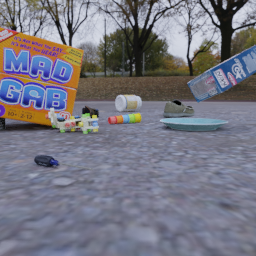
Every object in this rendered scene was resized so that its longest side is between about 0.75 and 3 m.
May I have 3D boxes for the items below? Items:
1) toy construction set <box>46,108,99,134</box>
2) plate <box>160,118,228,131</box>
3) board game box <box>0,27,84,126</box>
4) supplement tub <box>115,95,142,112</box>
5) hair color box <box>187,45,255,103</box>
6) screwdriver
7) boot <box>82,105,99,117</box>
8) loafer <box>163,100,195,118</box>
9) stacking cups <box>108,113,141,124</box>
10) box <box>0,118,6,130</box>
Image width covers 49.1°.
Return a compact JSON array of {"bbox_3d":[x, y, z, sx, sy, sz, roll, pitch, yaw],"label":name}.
[{"bbox_3d":[-1.772,-0.162,8.809,1.629,0.751,1.068,10,4,-16],"label":"toy construction set"},{"bbox_3d":[2.333,-0.132,10.032,2.378,0.304,2.378,1,6,0],"label":"plate"},{"bbox_3d":[-3.549,-1.689,10.399,2.790,2.790,2.792,10,2,-24],"label":"board game box"},{"bbox_3d":[0.034,-1.744,19.812,1.620,1.172,1.172,-6,9,-38],"label":"supplement tub"},{"bbox_3d":[3.526,-1.919,9.451,2.750,0.832,1.375,-30,1,-20],"label":"hair color box"},{"bbox_3d":[-1.048,0.606,4.505,1.348,0.196,0.188,9,11,35],"label":"screwdriver"},{"bbox_3d":[-1.835,-0.867,14.654,0.873,0.673,1.802,-5,6,-19],"label":"boot"},{"bbox_3d":[2.878,-1.089,15.373,0.996,0.923,2.649,5,8,37],"label":"loafer"},{"bbox_3d":[-0.152,-0.347,11.716,1.419,0.429,0.429,-8,10,-26],"label":"stacking cups"},{"bbox_3d":[-5.371,-0.093,8.887,1.977,0.486,2.047,1,7,11],"label":"box"}]
